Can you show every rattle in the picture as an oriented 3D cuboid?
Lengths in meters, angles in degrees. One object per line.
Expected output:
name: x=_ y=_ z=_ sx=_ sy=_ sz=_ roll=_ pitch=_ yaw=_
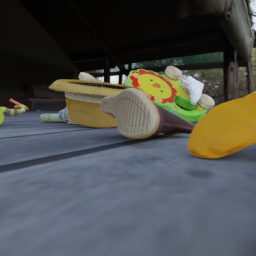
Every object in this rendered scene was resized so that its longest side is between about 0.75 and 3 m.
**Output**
rattle: x=2.234 y=0.124 z=3.515 sx=1.639 sy=1.799 sz=2.518 roll=40 pitch=11 yaw=38

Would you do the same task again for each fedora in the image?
fedora: x=-0.798 y=-0.685 z=7.977 sx=2.855 sy=1.164 sz=2.855 roll=6 pitch=12 yaw=-1

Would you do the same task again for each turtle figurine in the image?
turtle figurine: x=-4.396 y=-0.473 z=8.393 sx=2.643 sy=0.851 sz=2.131 roll=8 pitch=9 yaw=-22

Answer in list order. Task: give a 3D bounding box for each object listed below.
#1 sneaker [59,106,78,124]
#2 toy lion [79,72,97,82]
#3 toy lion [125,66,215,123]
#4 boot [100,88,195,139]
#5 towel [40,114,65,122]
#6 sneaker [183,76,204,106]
sneaker: x=-1.703 y=-0.590 z=9.992 sx=1.025 sy=0.973 sz=2.546 roll=-9 pitch=3 yaw=1
toy lion: x=-0.462 y=-1.012 z=10.311 sx=2.363 sy=0.846 sz=2.465 roll=5 pitch=29 yaw=-46
toy lion: x=1.377 y=-1.209 z=10.302 sx=2.713 sy=0.972 sz=2.830 roll=-21 pitch=59 yaw=-41
boot: x=0.560 y=-0.175 z=4.786 sx=1.659 sy=0.722 sz=1.995 roll=11 pitch=8 yaw=-24
towel: x=-2.556 y=-0.393 z=10.986 sx=1.295 sy=0.318 sz=1.745 roll=1 pitch=3 yaw=5
sneaker: x=2.283 y=-1.384 z=10.190 sx=0.754 sy=0.480 sz=1.304 roll=32 pitch=42 yaw=-5
